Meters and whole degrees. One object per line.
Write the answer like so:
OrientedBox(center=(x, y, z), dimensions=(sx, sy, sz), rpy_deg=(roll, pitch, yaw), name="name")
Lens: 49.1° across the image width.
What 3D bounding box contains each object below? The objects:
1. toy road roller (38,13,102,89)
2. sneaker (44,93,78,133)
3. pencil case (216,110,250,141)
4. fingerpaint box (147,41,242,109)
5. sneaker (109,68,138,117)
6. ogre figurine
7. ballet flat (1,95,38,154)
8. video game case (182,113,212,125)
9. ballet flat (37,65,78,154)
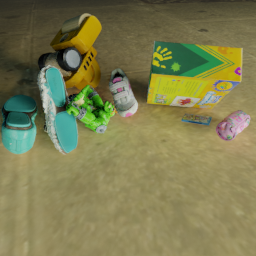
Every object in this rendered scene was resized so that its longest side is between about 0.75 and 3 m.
OrientedBox(center=(-1.839, -2.678, 10.576), dimensions=(1.675, 1.989, 2.725), rpy_deg=(3, 61, 41), name="toy road roller")
OrientedBox(center=(-1.930, -0.381, 8.908), dimensions=(0.676, 0.694, 1.744), rpy_deg=(9, 46, 38), name="sneaker")
OrientedBox(center=(3.151, -0.101, 8.332), dimensions=(0.634, 0.634, 1.449), rpy_deg=(25, 30, 32), name="pencil case")
OrientedBox(center=(1.840, -1.514, 8.669), dimensions=(2.362, 2.831, 1.038), rpy_deg=(6, 79, 3), name="fingerpaint box")
OrientedBox(center=(-0.263, -1.249, 9.586), dimensions=(0.811, 0.879, 1.994), rpy_deg=(-23, 54, 7), name="sneaker")
OrientedBox(center=(-1.075, -0.560, 8.453), dimensions=(1.047, 1.280, 2.134), rpy_deg=(-47, 13, -1), name="ogre figurine")
OrientedBox(center=(-3.154, -0.109, 8.053), dimensions=(0.998, 1.043, 2.964), rpy_deg=(6, 20, -20), name="ballet flat")
OrientedBox(center=(2.255, -0.293, 9.170), dimensions=(0.876, 0.078, 0.627), rpy_deg=(10, 25, 20), name="video game case")
OrientedBox(center=(-2.032, -0.490, 7.943), dimensions=(0.897, 2.501, 0.897), rpy_deg=(-11, 1, 0), name="ballet flat")
